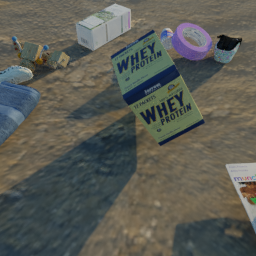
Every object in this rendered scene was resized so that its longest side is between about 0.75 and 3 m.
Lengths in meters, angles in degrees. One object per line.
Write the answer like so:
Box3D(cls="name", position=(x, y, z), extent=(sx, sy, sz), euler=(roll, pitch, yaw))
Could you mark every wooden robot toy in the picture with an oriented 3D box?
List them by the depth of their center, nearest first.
Box3D(cls="wooden robot toy", position=(-3.507, -2.491, 10.624), extent=(2.682, 1.182, 1.217), euler=(19, 85, 17))

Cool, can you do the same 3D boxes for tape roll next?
Box3D(cls="tape roll", position=(2.563, -3.478, 11.265), extent=(1.561, 0.512, 1.561), euler=(9, 58, -15))

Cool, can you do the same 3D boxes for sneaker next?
Box3D(cls="sneaker", position=(-4.318, -1.671, 9.875), extent=(1.917, 0.720, 0.777), euler=(-8, 57, 0))

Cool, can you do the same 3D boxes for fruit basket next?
Box3D(cls="fruit basket", position=(3.959, 1.713, 6.187), extent=(2.706, 1.369, 2.921), euler=(-2, 44, -2))

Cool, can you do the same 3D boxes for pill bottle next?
Box3D(cls="pill bottle", position=(1.668, -3.820, 11.895), extent=(0.568, 0.568, 1.014), euler=(2, 47, 2))

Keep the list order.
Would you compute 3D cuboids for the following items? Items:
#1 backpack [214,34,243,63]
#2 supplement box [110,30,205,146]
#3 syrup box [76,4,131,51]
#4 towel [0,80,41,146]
Box3D(cls="backpack", position=(3.912, -3.143, 11.136), extent=(0.996, 0.756, 1.194), euler=(16, 47, 26))
Box3D(cls="supplement box", position=(0.803, -1.107, 7.839), extent=(1.447, 2.153, 2.155), euler=(-29, 43, 12))
Box3D(cls="syrup box", position=(-1.001, -4.417, 12.154), extent=(0.965, 0.998, 2.451), euler=(32, 55, 27))
Box3D(cls="towel", position=(-3.991, -0.301, 8.519), extent=(1.587, 0.690, 2.843), euler=(15, 48, 13))
